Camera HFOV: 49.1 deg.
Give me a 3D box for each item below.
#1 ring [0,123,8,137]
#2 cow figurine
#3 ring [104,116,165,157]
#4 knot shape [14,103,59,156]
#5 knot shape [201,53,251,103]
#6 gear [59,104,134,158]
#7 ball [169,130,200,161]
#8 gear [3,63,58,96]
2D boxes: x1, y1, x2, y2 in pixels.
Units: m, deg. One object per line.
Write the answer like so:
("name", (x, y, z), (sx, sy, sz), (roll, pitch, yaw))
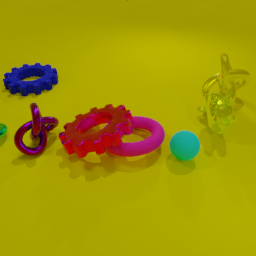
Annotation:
("ring", (-4.091, 0.142, 8.232), (1.069, 0.214, 1.069), (-7, 25, 3))
("cow figurine", (2.698, -0.466, 8.523), (0.880, 1.578, 1.604), (3, 64, 3))
("ring", (0.113, 0.196, 8.040), (1.883, 0.377, 1.883), (-4, 30, 2))
("knot shape", (-2.576, 0.115, 7.806), (0.666, 1.441, 1.348), (17, 69, 14))
("knot shape", (3.244, -1.426, 9.496), (1.737, 1.857, 0.858), (-56, 40, -1))
("gear", (-0.882, 0.013, 7.876), (2.082, 0.385, 2.082), (-15, 29, 8))
("ball", (1.519, 0.471, 7.500), (0.809, 0.809, 0.809), (0, 38, 0))
("gear", (-3.766, -1.933, 10.930), (2.003, 0.370, 2.003), (0, 38, 0))
